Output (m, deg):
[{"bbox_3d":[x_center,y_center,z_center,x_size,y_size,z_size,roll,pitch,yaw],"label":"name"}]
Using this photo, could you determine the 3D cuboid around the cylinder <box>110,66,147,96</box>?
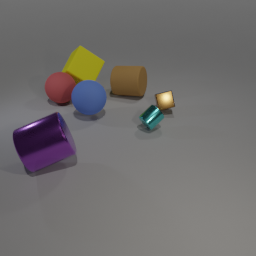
[{"bbox_3d":[0.058,-2.255,13.388,1.400,1.400,1.400,6,29,21],"label":"cylinder"}]

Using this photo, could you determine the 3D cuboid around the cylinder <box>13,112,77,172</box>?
[{"bbox_3d":[-2.461,0.415,8.400,1.400,1.400,1.400,-24,33,-4],"label":"cylinder"}]

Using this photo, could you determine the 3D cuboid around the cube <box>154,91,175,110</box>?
[{"bbox_3d":[1.549,-1.162,11.919,0.700,0.700,0.700,-13,5,2],"label":"cube"}]

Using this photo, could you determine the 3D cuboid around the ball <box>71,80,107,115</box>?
[{"bbox_3d":[-1.567,-1.228,11.297,1.400,1.400,1.400,0,29,0],"label":"ball"}]

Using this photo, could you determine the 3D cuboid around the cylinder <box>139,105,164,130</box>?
[{"bbox_3d":[0.884,-0.398,10.547,0.700,0.700,0.700,-43,41,-6],"label":"cylinder"}]

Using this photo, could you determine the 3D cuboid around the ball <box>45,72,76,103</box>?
[{"bbox_3d":[-3.045,-1.825,12.685,1.400,1.400,1.400,0,29,0],"label":"ball"}]

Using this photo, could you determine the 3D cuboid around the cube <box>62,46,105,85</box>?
[{"bbox_3d":[-2.227,-2.877,13.581,1.400,1.400,1.400,29,-13,-24],"label":"cube"}]
